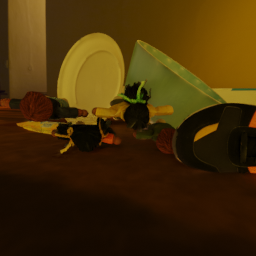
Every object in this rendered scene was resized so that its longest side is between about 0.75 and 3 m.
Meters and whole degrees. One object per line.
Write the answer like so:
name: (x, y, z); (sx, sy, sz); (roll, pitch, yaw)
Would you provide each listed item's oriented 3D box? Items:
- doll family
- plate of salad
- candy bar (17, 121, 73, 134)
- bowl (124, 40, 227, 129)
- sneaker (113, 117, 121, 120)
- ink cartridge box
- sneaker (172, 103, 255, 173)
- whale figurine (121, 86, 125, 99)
doll family: (-0.379, -0.125, 4.094); (2.732, 1.072, 1.579); (-6, 10, -5)
plate of salad: (-0.894, -1.125, 6.900); (0.566, 2.356, 2.356); (21, 16, 31)
candy bar: (-1.725, -0.016, 6.349); (0.603, 0.268, 2.417); (-6, 8, -44)
bowl: (0.793, -0.677, 5.729); (2.231, 1.167, 2.231); (31, 21, -14)
sneaker: (-0.114, -0.514, 10.569); (0.485, 0.409, 1.109); (-3, -3, 42)
ink cartridge box: (3.680, -0.901, 10.667); (1.973, 1.149, 2.729); (1, 6, 9)
sneaker: (1.485, 0.113, 2.669); (2.039, 0.713, 0.917); (1, 2, -11)
whale figurine: (0.217, -1.203, 14.669); (2.512, 1.304, 1.999); (28, -6, 26)
